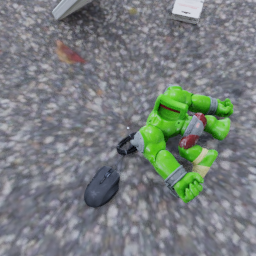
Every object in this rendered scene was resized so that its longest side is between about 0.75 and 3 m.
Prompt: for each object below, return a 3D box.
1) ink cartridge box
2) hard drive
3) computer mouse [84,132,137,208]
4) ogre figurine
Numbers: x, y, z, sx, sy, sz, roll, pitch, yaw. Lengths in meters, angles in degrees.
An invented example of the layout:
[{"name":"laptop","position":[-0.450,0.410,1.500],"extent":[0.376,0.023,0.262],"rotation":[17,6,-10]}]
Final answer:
[{"name":"ink cartridge box","position":[2.005,-4.010,9.294],"extent":[0.894,0.523,1.541],"rotation":[16,61,9]},{"name":"hard drive","position":[-1.073,-4.121,8.309],"extent":[1.904,0.379,2.888],"rotation":[-40,23,-19]},{"name":"computer mouse","position":[-0.284,0.881,6.492],"extent":[0.632,0.367,2.158],"rotation":[26,62,16]},{"name":"ogre figurine","position":[1.283,0.030,6.407],"extent":[1.758,1.438,2.932],"rotation":[32,76,5]}]
